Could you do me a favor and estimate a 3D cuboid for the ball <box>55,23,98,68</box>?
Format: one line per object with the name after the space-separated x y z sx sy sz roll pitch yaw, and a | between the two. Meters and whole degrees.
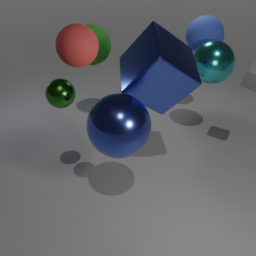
-0.842 -1.361 4.645 0.700 0.700 0.700 0 30 0 | ball

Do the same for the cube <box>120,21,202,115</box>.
0.756 -1.458 7.048 1.400 1.400 1.400 24 45 -30 | cube

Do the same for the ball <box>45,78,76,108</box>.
-1.586 -0.812 6.594 0.700 0.700 0.700 0 30 0 | ball

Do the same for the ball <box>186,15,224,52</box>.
2.893 -3.496 10.544 1.400 1.400 1.400 0 30 0 | ball

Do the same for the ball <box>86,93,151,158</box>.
-0.194 -0.049 6.070 1.400 1.400 1.400 0 30 0 | ball

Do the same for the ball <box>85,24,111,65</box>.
-1.301 -2.946 9.946 1.400 1.400 1.400 0 30 0 | ball

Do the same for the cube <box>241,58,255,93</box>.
3.817 -1.516 8.087 0.700 0.700 0.700 31 67 17 | cube

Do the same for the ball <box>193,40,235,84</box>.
2.798 -2.162 9.241 1.400 1.400 1.400 0 30 0 | ball
